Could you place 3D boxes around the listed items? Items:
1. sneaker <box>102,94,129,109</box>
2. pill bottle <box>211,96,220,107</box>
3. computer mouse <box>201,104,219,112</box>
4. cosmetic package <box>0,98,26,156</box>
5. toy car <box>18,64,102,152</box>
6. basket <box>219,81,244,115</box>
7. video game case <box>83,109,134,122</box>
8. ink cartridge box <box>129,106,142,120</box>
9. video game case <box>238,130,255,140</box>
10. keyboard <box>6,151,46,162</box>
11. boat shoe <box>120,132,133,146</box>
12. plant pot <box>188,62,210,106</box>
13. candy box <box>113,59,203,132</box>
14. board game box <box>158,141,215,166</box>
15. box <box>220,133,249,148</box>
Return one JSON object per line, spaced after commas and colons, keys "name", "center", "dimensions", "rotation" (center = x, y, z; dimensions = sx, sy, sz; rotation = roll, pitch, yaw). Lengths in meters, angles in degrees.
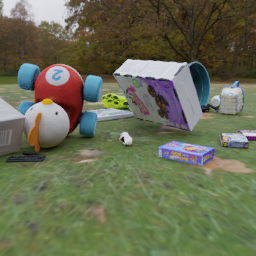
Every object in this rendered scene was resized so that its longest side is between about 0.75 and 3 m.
{"name": "sneaker", "center": [-0.331, -1.570, 17.359], "dimensions": [2.655, 0.983, 1.110], "rotation": [3, -5, 7]}
{"name": "pill bottle", "center": [5.742, -1.716, 18.135], "dimensions": [0.686, 0.686, 1.220], "rotation": [5, 13, 23]}
{"name": "computer mouse", "center": [4.513, -1.011, 15.873], "dimensions": [1.332, 0.306, 0.935], "rotation": [-14, 35, -40]}
{"name": "cosmetic package", "center": [-4.527, -0.396, 8.036], "dimensions": [2.942, 1.327, 1.571], "rotation": [30, 25, 26]}
{"name": "toy car", "center": [-2.403, -0.503, 8.731], "dimensions": [2.671, 2.563, 2.898], "rotation": [10, 24, -1]}
{"name": "basket", "center": [5.725, -1.603, 15.359], "dimensions": [1.279, 1.621, 1.838], "rotation": [12, 27, 38]}
{"name": "video game case", "center": [-1.193, -0.697, 14.284], "dimensions": [2.257, 0.264, 2.052], "rotation": [-9, 15, -37]}
{"name": "ink cartridge box", "center": [1.094, -1.263, 14.395], "dimensions": [1.725, 1.005, 2.386], "rotation": [-6, 19, -11]}
{"name": "video game case", "center": [4.537, 0.255, 9.891], "dimensions": [1.054, 0.189, 0.956], "rotation": [2, 12, 8]}
{"name": "keyboard", "center": [-2.731, 0.753, 7.531], "dimensions": [0.973, 0.193, 0.506], "rotation": [0, 12, -6]}
{"name": "boat shoe", "center": [-0.128, 0.347, 9.141], "dimensions": [0.315, 0.321, 0.908], "rotation": [-3, 13, -18]}
{"name": "plant pot", "center": [3.088, -2.371, 16.895], "dimensions": [2.790, 2.790, 2.621], "rotation": [-11, 8, -43]}
{"name": "candy box", "center": [1.114, -1.267, 10.503], "dimensions": [2.829, 2.373, 1.012], "rotation": [16, 56, 44]}
{"name": "board game box", "center": [1.587, 0.670, 7.662], "dimensions": [1.268, 0.284, 0.852], "rotation": [9, 15, 38]}
{"name": "box", "center": [3.433, 0.397, 9.121], "dimensions": [0.773, 0.225, 1.129], "rotation": [3, 12, 15]}
